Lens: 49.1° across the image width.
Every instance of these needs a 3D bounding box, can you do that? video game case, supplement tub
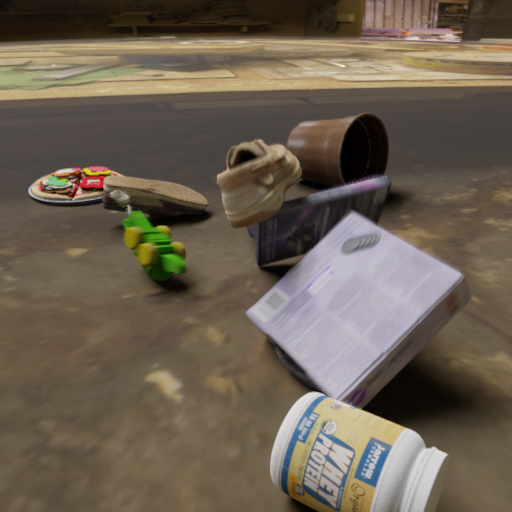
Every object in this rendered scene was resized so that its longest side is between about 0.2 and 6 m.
[{"bbox_3d":[0.954,-0.486,8.374,1.973,1.410,0.187,-14,61,-9],"label":"video game case"},{"bbox_3d":[0.843,1.745,4.610,1.242,0.899,0.899,16,30,30],"label":"supplement tub"}]

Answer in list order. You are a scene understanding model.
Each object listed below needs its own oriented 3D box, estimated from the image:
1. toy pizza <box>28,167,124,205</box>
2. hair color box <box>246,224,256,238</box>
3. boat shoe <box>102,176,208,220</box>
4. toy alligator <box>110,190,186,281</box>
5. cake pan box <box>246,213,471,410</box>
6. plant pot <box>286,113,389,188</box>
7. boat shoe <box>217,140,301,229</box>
[{"bbox_3d":[-3.805,-1.591,12.046,2.077,0.329,2.077,0,26,0],"label":"toy pizza"},{"bbox_3d":[0.008,-0.723,9.594,0.487,0.295,0.975,-20,32,0],"label":"hair color box"},{"bbox_3d":[-1.898,-1.016,10.527,1.998,0.647,0.719,7,29,-28],"label":"boat shoe"},{"bbox_3d":[-1.724,-0.221,8.570,0.637,0.583,2.147,-5,38,-43],"label":"toy alligator"},{"bbox_3d":[1.065,0.593,6.374,1.975,0.516,1.819,-43,40,-9],"label":"cake pan box"},{"bbox_3d":[1.644,-2.199,11.992,1.707,1.707,1.690,-24,27,-39],"label":"plant pot"},{"bbox_3d":[0.049,-1.199,7.609,0.877,0.794,2.461,-20,20,16],"label":"boat shoe"}]
